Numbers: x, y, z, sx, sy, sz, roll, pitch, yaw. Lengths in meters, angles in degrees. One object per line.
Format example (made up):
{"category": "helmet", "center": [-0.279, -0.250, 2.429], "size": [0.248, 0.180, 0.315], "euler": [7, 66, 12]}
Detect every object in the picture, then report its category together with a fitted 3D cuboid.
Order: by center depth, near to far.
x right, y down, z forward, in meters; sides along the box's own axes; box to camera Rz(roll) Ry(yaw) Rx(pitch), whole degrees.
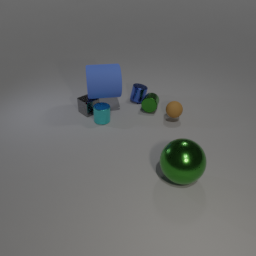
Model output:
{"category": "ball", "center": [1.671, 1.015, 8.542], "size": [1.400, 1.400, 1.400], "euler": [0, 33, 0]}
{"category": "ball", "center": [1.912, -0.766, 11.565], "size": [0.700, 0.700, 0.700], "euler": [0, 33, 0]}
{"category": "cylinder", "center": [-1.084, -0.606, 11.651], "size": [0.700, 0.700, 0.700], "euler": [1, 33, -1]}
{"category": "cylinder", "center": [-1.032, -1.967, 11.805], "size": [1.400, 1.400, 1.400], "euler": [-5, 34, -8]}
{"category": "cube", "center": [-1.724, -1.001, 12.273], "size": [0.700, 0.700, 0.700], "euler": [-27, 42, -34]}
{"category": "cylinder", "center": [0.993, -1.130, 12.392], "size": [0.700, 0.700, 0.700], "euler": [8, 27, 12]}
{"category": "cylinder", "center": [0.503, -1.638, 13.120], "size": [0.700, 0.700, 0.700], "euler": [11, 29, -6]}
